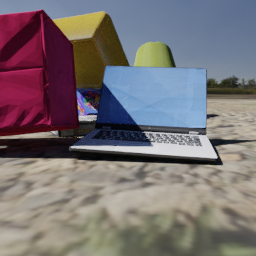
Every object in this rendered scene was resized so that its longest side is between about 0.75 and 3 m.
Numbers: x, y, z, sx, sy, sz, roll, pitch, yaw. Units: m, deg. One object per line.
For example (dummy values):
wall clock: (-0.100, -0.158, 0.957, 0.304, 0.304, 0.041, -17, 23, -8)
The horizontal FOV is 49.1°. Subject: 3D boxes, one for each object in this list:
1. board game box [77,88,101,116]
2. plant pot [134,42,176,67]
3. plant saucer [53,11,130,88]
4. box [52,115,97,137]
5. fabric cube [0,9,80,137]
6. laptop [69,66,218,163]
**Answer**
board game box: (-0.812, -0.753, 9.161, 1.832, 0.410, 1.232, -4, 47, -36)
plant pot: (1.131, -2.223, 11.693, 2.523, 2.396, 2.523, 2, -29, 1)
plant saucer: (-1.361, -2.114, 8.711, 2.591, 0.628, 2.591, 2, -38, 26)
box: (-1.126, -0.079, 6.856, 1.442, 0.348, 1.142, -4, 8, -27)
fabric cube: (-2.010, -0.782, 4.979, 1.826, 1.831, 1.797, -5, -2, 3)
laptop: (0.358, -0.411, 4.799, 2.089, 1.293, 2.231, 3, 12, 9)
